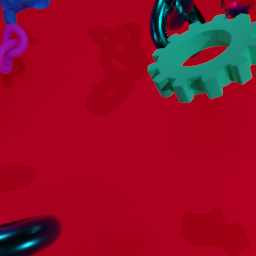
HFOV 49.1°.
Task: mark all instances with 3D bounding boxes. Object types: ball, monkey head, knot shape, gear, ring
[{"bbox_3d":[1.817,-1.996,4.319,0.747,0.747,0.747,0,71,0],"label":"ball"},{"bbox_3d":[-2.391,-2.751,6.088,1.340,0.964,0.808,28,42,17],"label":"monkey head"},{"bbox_3d":[-2.556,-1.773,6.091,0.994,0.491,1.062,-44,42,24],"label":"knot shape"},{"bbox_3d":[1.095,-1.045,4.047,1.618,0.299,1.618,-21,39,18],"label":"gear"},{"bbox_3d":[0.974,-2.328,5.537,0.963,2.085,1.951,-7,92,26],"label":"knot shape"},{"bbox_3d":[-1.532,1.268,2.994,1.637,1.637,0.327,-13,79,-5],"label":"ring"}]
